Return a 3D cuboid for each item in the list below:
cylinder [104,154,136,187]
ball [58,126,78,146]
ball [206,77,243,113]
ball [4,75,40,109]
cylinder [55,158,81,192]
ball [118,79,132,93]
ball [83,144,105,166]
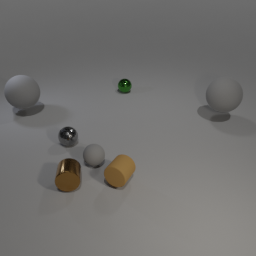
[{"bbox_3d":[-0.231,1.230,8.095,0.700,0.700,0.700,14,31,22],"label":"cylinder"},{"bbox_3d":[-2.120,0.293,9.913,0.700,0.700,0.700,0,31,0],"label":"ball"},{"bbox_3d":[3.806,-1.313,11.093,1.400,1.400,1.400,0,31,0],"label":"ball"},{"bbox_3d":[-4.371,-1.485,11.618,1.400,1.400,1.400,0,31,0],"label":"ball"},{"bbox_3d":[-1.716,1.342,8.067,0.700,0.700,0.700,-3,27,-6],"label":"cylinder"},{"bbox_3d":[-0.161,-2.100,13.902,0.700,0.700,0.700,0,31,0],"label":"ball"},{"bbox_3d":[-1.079,0.848,8.871,0.700,0.700,0.700,0,31,0],"label":"ball"}]
